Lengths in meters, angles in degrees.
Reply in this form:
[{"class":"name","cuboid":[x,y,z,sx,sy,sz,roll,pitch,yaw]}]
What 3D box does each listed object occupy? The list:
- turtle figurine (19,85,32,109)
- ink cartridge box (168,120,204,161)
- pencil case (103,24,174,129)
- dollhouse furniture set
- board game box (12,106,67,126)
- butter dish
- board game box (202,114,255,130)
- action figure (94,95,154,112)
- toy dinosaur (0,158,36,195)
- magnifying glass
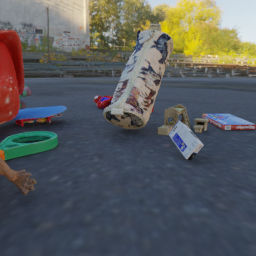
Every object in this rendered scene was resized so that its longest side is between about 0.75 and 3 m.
[{"class":"turtle figurine","cuboid":[-4.431,-0.998,10.042,1.516,1.020,2.025,-39,-7,24]},{"class":"ink cartridge box","cuboid":[1.033,0.208,5.081,0.148,0.376,0.755,21,25,-33]},{"class":"pencil case","cuboid":[0.314,-1.289,7.321,1.103,2.836,1.268,9,-25,28]},{"class":"dollhouse furniture set","cuboid":[1.425,-0.205,7.056,0.995,0.626,1.125,6,14,27]},{"class":"board game box","cuboid":[-2.706,-0.283,8.166,1.857,0.362,1.467,-4,16,6]},{"class":"butter dish","cuboid":[-3.585,-0.669,6.580,2.645,1.955,2.637,-18,-22,-25]},{"class":"board game box","cuboid":[2.853,-0.199,8.122,0.889,0.168,1.726,1,12,-3]},{"class":"action figure","cuboid":[-0.342,-1.016,10.838,2.838,0.733,0.928,7,16,42]},{"class":"toy dinosaur","cuboid":[-2.101,-0.025,3.017,1.173,2.732,1.852,-27,-23,-11]},{"class":"magnifying glass","cuboid":[-2.186,0.404,5.126,0.997,0.280,2.504,4,14,17]}]
